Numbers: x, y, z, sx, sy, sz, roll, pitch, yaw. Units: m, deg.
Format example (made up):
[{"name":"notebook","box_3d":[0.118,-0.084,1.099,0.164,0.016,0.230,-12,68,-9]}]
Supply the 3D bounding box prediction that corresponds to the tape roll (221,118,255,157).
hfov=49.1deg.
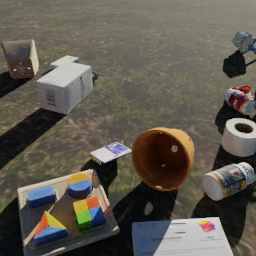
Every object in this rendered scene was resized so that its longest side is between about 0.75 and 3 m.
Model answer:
[{"name":"tape roll","box_3d":[3.538,0.287,8.772,1.072,0.736,1.072,0,36,0]}]

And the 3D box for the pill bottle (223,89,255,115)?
[{"name":"pill bottle","box_3d":[4.238,-1.041,10.711,0.653,0.653,1.156,-16,37,-21]}]

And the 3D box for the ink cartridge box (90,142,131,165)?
[{"name":"ink cartridge box","box_3d":[-0.487,0.785,8.304,0.969,0.230,0.980,-20,25,-26]}]

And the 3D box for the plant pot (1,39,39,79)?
[{"name":"plant pot","box_3d":[-4.961,-3.090,13.048,1.455,1.453,1.288,-11,48,-15]}]

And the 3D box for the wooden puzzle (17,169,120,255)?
[{"name":"wooden puzzle","box_3d":[-1.528,1.870,6.740,2.095,0.524,2.261,-13,38,-17]}]

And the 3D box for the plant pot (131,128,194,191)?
[{"name":"plant pot","box_3d":[1.083,0.713,7.603,1.655,1.655,1.158,21,23,26]}]

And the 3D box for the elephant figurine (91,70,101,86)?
[{"name":"elephant figurine","box_3d":[-1.677,-2.140,12.436,0.607,0.666,0.858,35,40,-26]}]

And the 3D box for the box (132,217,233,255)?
[{"name":"box","box_3d":[1.145,2.922,5.275,1.968,0.520,2.525,-2,36,-4]}]

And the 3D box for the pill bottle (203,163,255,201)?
[{"name":"pill bottle","box_3d":[2.631,1.358,7.292,1.228,0.714,0.714,-16,38,-19]}]

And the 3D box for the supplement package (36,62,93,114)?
[{"name":"supplement package","box_3d":[-2.419,-1.634,11.061,1.205,1.201,2.054,14,38,18]}]

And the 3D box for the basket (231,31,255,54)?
[{"name":"basket","box_3d":[6.647,-4.660,15.563,1.509,1.050,1.331,27,28,-23]}]

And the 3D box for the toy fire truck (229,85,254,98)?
[{"name":"toy fire truck","box_3d":[4.899,-1.416,11.513,1.318,0.321,0.929,-10,37,-14]}]

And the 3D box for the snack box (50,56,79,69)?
[{"name":"snack box","box_3d":[-3.186,-3.294,14.200,0.782,0.250,1.346,18,39,23]}]

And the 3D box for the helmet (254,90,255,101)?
[{"name":"helmet","box_3d":[5.418,-1.234,10.317,1.472,1.472,1.403,13,-6,18]}]
